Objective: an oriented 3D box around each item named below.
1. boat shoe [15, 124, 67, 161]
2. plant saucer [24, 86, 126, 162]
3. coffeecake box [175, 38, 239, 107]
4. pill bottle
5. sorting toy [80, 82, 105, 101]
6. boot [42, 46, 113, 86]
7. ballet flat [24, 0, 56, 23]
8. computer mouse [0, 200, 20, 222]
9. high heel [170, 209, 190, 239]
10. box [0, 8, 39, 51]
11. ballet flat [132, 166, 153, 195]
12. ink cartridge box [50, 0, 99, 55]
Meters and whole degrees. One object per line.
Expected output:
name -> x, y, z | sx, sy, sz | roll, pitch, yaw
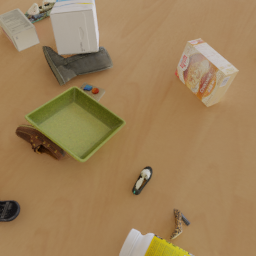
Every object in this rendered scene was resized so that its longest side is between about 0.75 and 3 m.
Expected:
boat shoe -> -3.280, 0.535, 10.412 | 2.237, 0.805, 0.756 | 21, 57, 11
plant saucer -> -1.901, -0.108, 10.476 | 2.711, 0.650, 2.715 | 36, 47, 11
coffeecake box -> 3.170, -2.319, 11.683 | 0.825, 1.733, 2.257 | -21, 58, -28
pill bottle -> 0.881, 3.804, 8.001 | 2.134, 1.200, 1.200 | 24, 60, 15
sorting toy -> -1.784, -1.328, 12.011 | 1.088, 0.196, 1.461 | 24, 60, 15
boot -> -2.321, -3.243, 12.837 | 2.628, 0.954, 2.389 | -29, 75, -10
ballet flat -> -4.619, -6.378, 14.992 | 2.447, 0.908, 0.908 | -29, 61, -17
computer mouse -> -4.190, 2.699, 9.263 | 1.551, 0.409, 1.074 | 4, 56, 16
high heel -> 1.481, 3.065, 8.978 | 0.962, 0.344, 0.686 | -28, 66, -36
box -> -5.422, -4.870, 13.869 | 1.186, 1.011, 1.855 | -31, 62, -19
ballet flat -> 0.540, 1.792, 9.808 | 0.417, 0.419, 1.225 | 23, 59, 15
ink cartridge box -> -2.343, -4.730, 12.839 | 1.831, 1.839, 2.507 | -6, 37, -2
